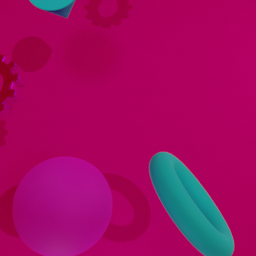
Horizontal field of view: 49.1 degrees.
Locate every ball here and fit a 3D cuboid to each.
[{"bbox_3d":[-0.818,0.988,3.593,1.237,1.237,1.237,0,78,0],"label":"ball"}]

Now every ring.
[{"bbox_3d":[0.946,1.113,4.222,0.355,1.775,1.775,-39,80,13],"label":"ring"}]

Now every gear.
[{"bbox_3d":[-2.146,-0.608,4.388,1.110,0.205,1.110,-5,71,14],"label":"gear"}]

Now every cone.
[{"bbox_3d":[-1.375,-2.541,5.708,1.023,1.027,1.023,-1,78,3],"label":"cone"}]
